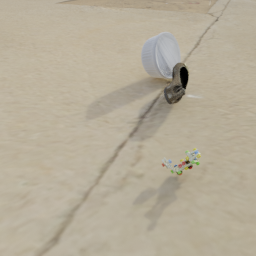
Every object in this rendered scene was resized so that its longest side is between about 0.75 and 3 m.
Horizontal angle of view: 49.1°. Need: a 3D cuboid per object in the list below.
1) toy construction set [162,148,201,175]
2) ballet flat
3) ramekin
[{"bbox_3d":[1.315,0.844,6.800,0.965,0.633,0.444,-18,63,12],"label":"toy construction set"},{"bbox_3d":[1.914,-1.694,10.066,0.634,0.922,2.736,-20,21,32],"label":"ballet flat"},{"bbox_3d":[1.329,-2.939,11.592,0.883,1.895,1.895,2,28,41],"label":"ramekin"}]
